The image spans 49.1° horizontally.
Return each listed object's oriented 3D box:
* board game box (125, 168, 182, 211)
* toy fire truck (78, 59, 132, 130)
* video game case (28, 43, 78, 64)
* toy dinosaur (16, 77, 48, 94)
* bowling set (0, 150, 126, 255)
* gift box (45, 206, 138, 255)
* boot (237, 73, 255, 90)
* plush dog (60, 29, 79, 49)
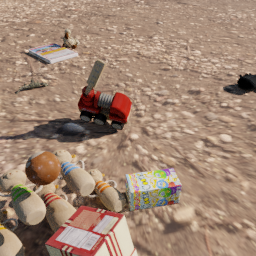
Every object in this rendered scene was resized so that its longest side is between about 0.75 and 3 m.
[{"bbox_3d":[0.492,1.225,5.643,1.011,0.521,0.530,-7,34,-10],"label":"board game box"},{"bbox_3d":[-0.592,-0.857,7.394,1.412,1.604,1.032,15,64,5],"label":"toy fire truck"},{"bbox_3d":[-3.510,-3.517,13.083,1.452,0.177,2.031,-28,43,-34],"label":"video game case"},{"bbox_3d":[-3.500,-1.552,10.073,1.181,0.280,0.521,-22,46,-24],"label":"toy dinosaur"},{"bbox_3d":[-1.393,0.945,4.956,2.727,1.898,1.464,-20,36,-33],"label":"bowling set"},{"bbox_3d":[-0.454,1.913,4.128,1.093,1.021,1.009,5,29,36],"label":"gift box"},{"bbox_3d":[4.739,-1.608,9.888,1.206,0.544,1.471,-14,29,-24],"label":"boot"},{"bbox_3d":[-2.910,-4.279,13.788,0.785,0.979,0.841,-40,29,1],"label":"plush dog"}]
